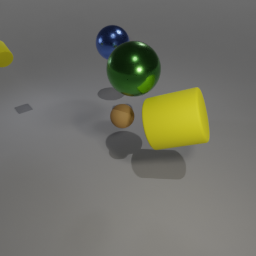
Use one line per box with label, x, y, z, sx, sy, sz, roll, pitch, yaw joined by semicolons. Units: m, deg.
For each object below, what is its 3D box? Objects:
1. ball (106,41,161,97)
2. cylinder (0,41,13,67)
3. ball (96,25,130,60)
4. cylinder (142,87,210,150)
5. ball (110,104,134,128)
ball;0.144;-1.509;7.203;1.400;1.400;1.400;0;32;0
cylinder;-4.585;-2.653;10.008;0.700;0.700;0.700;-25;62;-34
ball;-0.623;-3.474;11.466;1.400;1.400;1.400;0;32;0
cylinder;1.246;-0.216;7.190;1.400;1.400;1.400;-10;27;23
ball;-0.163;-0.339;8.023;0.700;0.700;0.700;0;32;0
